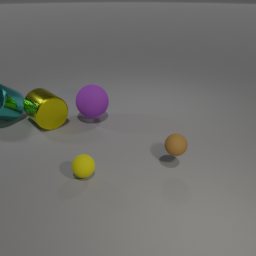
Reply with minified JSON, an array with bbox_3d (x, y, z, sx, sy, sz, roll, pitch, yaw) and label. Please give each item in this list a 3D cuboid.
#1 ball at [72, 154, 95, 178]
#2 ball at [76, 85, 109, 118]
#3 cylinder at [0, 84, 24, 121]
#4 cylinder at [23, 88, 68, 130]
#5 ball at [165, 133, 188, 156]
[{"bbox_3d":[-1.355,1.153,8.495,0.700,0.700,0.700,0,28,0],"label":"ball"},{"bbox_3d":[-1.512,-1.132,11.865,1.400,1.400,1.400,0,28,0],"label":"ball"},{"bbox_3d":[-5.274,-1.074,11.620,1.400,1.400,1.400,7,-5,13],"label":"cylinder"},{"bbox_3d":[-3.427,-0.812,11.652,1.400,1.400,1.400,-20,34,-34],"label":"cylinder"},{"bbox_3d":[1.480,0.517,8.625,0.700,0.700,0.700,0,28,0],"label":"ball"}]
